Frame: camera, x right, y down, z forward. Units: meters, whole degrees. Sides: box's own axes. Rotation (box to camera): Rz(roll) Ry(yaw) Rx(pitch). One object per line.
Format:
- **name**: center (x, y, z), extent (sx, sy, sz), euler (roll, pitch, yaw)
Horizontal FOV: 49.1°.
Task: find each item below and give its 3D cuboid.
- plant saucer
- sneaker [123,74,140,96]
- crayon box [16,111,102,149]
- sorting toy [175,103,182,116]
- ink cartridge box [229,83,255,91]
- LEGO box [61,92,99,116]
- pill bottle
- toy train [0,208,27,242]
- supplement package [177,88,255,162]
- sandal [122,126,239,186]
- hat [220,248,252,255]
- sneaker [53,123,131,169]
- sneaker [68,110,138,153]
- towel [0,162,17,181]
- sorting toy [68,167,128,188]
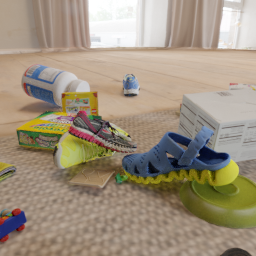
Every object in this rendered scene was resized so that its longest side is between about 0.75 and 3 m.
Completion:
- **plant saucer**: center (2.207, 1.478, 6.383), extent (2.035, 0.316, 2.035), euler (0, 21, 0)
- **sneaker**: center (0.205, -2.654, 16.308), extent (1.062, 1.080, 2.804), euler (-3, 20, -4)
- **crayon box**: center (-2.266, 0.060, 9.644), extent (2.255, 0.657, 1.946), euler (5, 21, 14)
- **sorting toy**: center (3.179, -0.835, 12.184), extent (1.600, 0.557, 1.590), euler (19, 27, 41)
- **ink cartridge box**: center (6.162, -1.786, 14.404), extent (1.850, 0.792, 1.366), euler (4, 21, 16)
- **LEGO box**: center (-1.965, -0.922, 11.589), extent (1.478, 1.101, 0.570), euler (-2, 14, -5)
- **pill bottle**: center (-3.383, -1.939, 13.287), extent (2.968, 1.665, 1.665), euler (19, 26, 21)
- **toy train**: center (-2.498, 1.870, 5.253), extent (0.590, 0.431, 1.019), euler (2, 18, 37)
- **supplement package**: center (3.211, -0.124, 8.662), extent (2.622, 1.454, 2.042), euler (-6, 30, -17)
- **sandal**: center (1.100, 0.640, 6.829), extent (2.895, 1.260, 1.151), euler (-8, 16, 30)
- **hat**: center (1.265, 2.349, 3.363), extent (0.654, 1.621, 1.621), euler (-36, -7, 41)
- **sneaker**: center (-0.963, 0.455, 8.147), extent (1.020, 1.007, 2.670), euler (16, 28, 36)
- **sneaker**: center (-0.579, 0.167, 7.496), extent (1.927, 0.720, 0.777), euler (23, -8, -18)
- **towel**: center (-4.418, 1.135, 7.324), extent (2.560, 0.291, 1.838), euler (12, 24, 28)
- **sorting toy**: center (-0.704, 1.289, 7.045), extent (1.324, 0.195, 0.979), euler (3, 16, 18)
